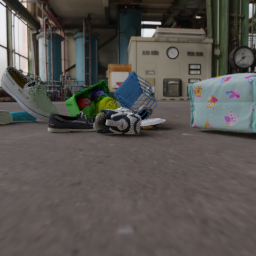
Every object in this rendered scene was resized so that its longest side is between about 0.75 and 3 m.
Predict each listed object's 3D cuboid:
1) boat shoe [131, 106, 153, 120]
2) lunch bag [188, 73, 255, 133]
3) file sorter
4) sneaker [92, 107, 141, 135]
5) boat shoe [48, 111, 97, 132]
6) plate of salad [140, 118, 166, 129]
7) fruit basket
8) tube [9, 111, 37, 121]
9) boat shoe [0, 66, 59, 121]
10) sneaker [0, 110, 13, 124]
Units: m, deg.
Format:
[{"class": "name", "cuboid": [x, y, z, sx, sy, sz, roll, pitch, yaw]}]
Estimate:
[{"class": "boat shoe", "cuboid": [0.619, -0.569, 11.761, 0.493, 0.596, 1.658, 11, 15, 34]}, {"class": "lunch bag", "cuboid": [3.528, -0.721, 8.124, 2.769, 1.688, 2.359, -7, 8, -33]}, {"class": "file sorter", "cuboid": [0.360, -1.095, 10.228, 0.946, 1.070, 1.542, 36, -8, 24]}, {"class": "sneaker", "cuboid": [-0.522, -0.241, 8.062, 1.207, 0.741, 1.855, 6, 14, -24]}, {"class": "boat shoe", "cuboid": [-1.465, -0.208, 8.496, 1.882, 0.590, 0.684, -3, 7, -21]}, {"class": "plate of salad", "cuboid": [0.696, -0.120, 9.206, 1.108, 0.266, 1.108, -10, 8, 1]}, {"class": "fruit basket", "cuboid": [-1.043, -0.845, 10.043, 1.927, 1.390, 1.927, -18, 17, 6]}, {"class": "tube", "cuboid": [-4.620, -0.439, 11.145, 1.844, 0.465, 0.714, -5, -14, -30]}, {"class": "boat shoe", "cuboid": [-3.831, -1.516, 11.235, 2.888, 1.231, 1.067, 40, 38, 9]}, {"class": "sneaker", "cuboid": [-4.989, -0.336, 10.337, 0.602, 0.512, 1.360, -10, 0, 39]}]
